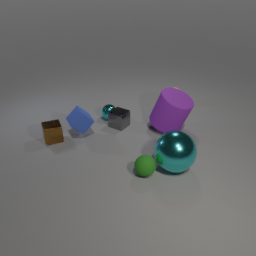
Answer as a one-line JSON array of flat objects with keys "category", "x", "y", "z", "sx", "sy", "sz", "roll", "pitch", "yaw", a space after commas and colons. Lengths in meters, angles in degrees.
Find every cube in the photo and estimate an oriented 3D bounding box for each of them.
[{"category": "cube", "x": -1.881, "y": -0.319, "z": 11.018, "sx": 0.700, "sy": 0.700, "sz": 0.700, "roll": -48, "pitch": 42, "yaw": 6}, {"category": "cube", "x": -2.966, "y": 0.162, "z": 10.998, "sx": 0.700, "sy": 0.700, "sz": 0.700, "roll": -12, "pitch": 32, "yaw": -20}, {"category": "cube", "x": -0.372, "y": -0.404, "z": 11.983, "sx": 0.700, "sy": 0.700, "sz": 0.700, "roll": 18, "pitch": 35, "yaw": 28}]

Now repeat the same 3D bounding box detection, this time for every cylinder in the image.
[{"category": "cylinder", "x": 1.756, "y": -0.701, "z": 11.427, "sx": 1.400, "sy": 1.400, "sz": 1.400, "roll": 14, "pitch": 39, "yaw": -12}]

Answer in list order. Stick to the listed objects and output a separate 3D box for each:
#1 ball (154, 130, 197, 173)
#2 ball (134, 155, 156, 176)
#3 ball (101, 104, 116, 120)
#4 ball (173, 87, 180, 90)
[{"category": "ball", "x": 1.562, "y": 0.772, "z": 9.239, "sx": 1.400, "sy": 1.400, "sz": 1.400, "roll": 0, "pitch": 30, "yaw": 0}, {"category": "ball", "x": 0.556, "y": 1.222, "z": 9.112, "sx": 0.700, "sy": 0.700, "sz": 0.700, "roll": 0, "pitch": 30, "yaw": 0}, {"category": "ball", "x": -0.838, "y": -0.715, "z": 12.513, "sx": 0.700, "sy": 0.700, "sz": 0.700, "roll": 0, "pitch": 30, "yaw": 0}, {"category": "ball", "x": 2.263, "y": -1.640, "z": 13.717, "sx": 0.700, "sy": 0.700, "sz": 0.700, "roll": 0, "pitch": 30, "yaw": 0}]
